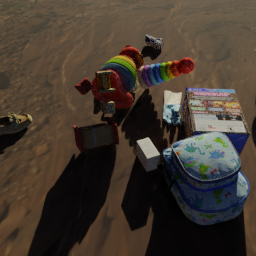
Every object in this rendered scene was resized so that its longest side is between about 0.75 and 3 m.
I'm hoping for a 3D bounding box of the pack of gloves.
[{"bbox_3d":[2.472,-0.923,11.675,1.977,0.464,2.353,4,43,5],"label":"pack of gloves"}]

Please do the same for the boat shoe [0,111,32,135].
[{"bbox_3d":[-4.690,-0.161,10.731,1.963,0.615,0.720,-23,47,-22],"label":"boat shoe"}]

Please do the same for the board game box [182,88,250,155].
[{"bbox_3d":[3.108,-0.291,10.360,1.898,1.153,2.381,3,46,1],"label":"board game box"}]

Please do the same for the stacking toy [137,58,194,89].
[{"bbox_3d":[1.658,-2.482,12.127,2.477,1.057,1.057,-12,34,33],"label":"stacking toy"}]

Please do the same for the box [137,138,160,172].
[{"bbox_3d":[0.675,0.903,9.542,0.474,0.679,0.891,-16,45,-16],"label":"box"}]

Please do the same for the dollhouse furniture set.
[{"bbox_3d":[-1.193,-0.600,9.614,1.401,2.603,1.059,-9,14,-18],"label":"dollhouse furniture set"}]

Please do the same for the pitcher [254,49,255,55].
[{"bbox_3d":[7.002,-2.863,12.792,2.057,1.453,2.397,10,24,-47],"label":"pitcher"}]

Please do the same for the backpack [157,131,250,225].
[{"bbox_3d":[2.267,1.414,8.189,2.204,1.770,2.409,-14,50,-8],"label":"backpack"}]

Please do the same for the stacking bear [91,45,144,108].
[{"bbox_3d":[-0.223,-2.269,11.335,1.570,1.676,2.760,-9,40,39],"label":"stacking bear"}]

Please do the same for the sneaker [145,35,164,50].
[{"bbox_3d":[1.576,-4.922,16.003,0.698,0.488,1.208,-29,57,-32],"label":"sneaker"}]

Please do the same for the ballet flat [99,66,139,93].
[{"bbox_3d":[-0.462,-2.551,13.091,2.552,0.816,0.965,35,67,32],"label":"ballet flat"}]
